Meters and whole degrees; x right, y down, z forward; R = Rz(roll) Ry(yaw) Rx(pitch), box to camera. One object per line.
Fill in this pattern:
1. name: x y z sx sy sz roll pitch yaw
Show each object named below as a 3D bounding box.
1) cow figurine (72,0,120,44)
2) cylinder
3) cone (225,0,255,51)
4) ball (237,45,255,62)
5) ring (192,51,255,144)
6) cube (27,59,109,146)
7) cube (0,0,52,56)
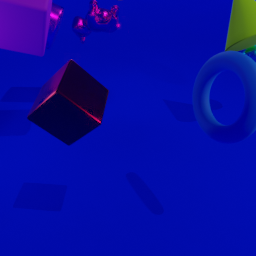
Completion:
1. cow figurine: -1.111 -3.596 9.741 1.659 1.632 0.911 9 69 -7
2. cylinder: -2.784 -3.232 8.412 1.356 1.356 1.356 20 27 -17
3. cone: 3.021 -2.955 7.207 1.505 1.511 1.505 -18 -2 -1
4. ball: 3.657 -2.222 8.339 0.873 0.873 0.873 0 31 0
5. ring: 1.397 -0.429 4.030 0.263 1.315 1.315 -4 29 -25
6. cube: -0.813 -0.340 3.936 0.734 0.734 0.734 -31 34 34
7. cube: -2.391 -2.608 6.002 1.367 1.367 1.367 8 61 -16
